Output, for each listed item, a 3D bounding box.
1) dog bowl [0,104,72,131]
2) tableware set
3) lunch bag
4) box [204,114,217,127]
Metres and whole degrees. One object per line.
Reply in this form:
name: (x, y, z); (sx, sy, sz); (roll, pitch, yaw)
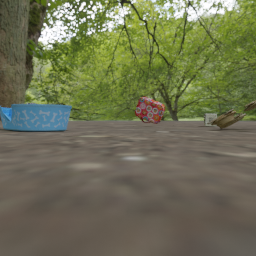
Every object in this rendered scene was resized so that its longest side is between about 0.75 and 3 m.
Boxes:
dog bowl: (-1.994, -0.209, 5.931); (1.152, 0.512, 2.067); (-1, 3, -39)
tableware set: (2.508, -0.379, 6.057); (1.441, 0.200, 1.725); (-34, -15, 28)
lunch bag: (0.710, -0.533, 9.308); (0.928, 0.817, 0.380); (25, 22, 17)
box: (2.729, -0.274, 9.321); (0.354, 0.425, 1.034); (2, 2, 12)
